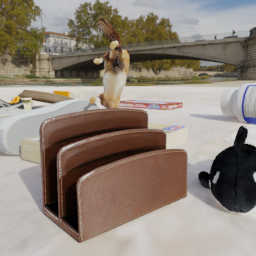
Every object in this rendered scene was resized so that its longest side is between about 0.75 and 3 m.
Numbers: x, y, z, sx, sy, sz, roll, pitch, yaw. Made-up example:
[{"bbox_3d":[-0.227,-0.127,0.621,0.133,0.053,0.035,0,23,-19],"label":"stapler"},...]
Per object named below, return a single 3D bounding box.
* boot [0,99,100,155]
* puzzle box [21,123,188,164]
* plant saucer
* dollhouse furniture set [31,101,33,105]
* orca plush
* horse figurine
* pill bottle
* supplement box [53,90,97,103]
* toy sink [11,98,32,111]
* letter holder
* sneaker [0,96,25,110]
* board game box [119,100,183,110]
[{"bbox_3d":[-1.832,-0.177,5.979,1.261,0.970,2.639,13,16,33],"label":"boot"},{"bbox_3d":[-0.249,0.250,5.352,1.904,0.364,2.863,7,12,31],"label":"puzzle box"},{"bbox_3d":[-3.536,-1.320,12.550,2.616,0.385,2.616,9,1,0],"label":"plant saucer"},{"bbox_3d":[-5.306,-1.492,14.243,0.768,0.688,0.970,1,10,3],"label":"dollhouse furniture set"},{"bbox_3d":[1.648,0.351,3.645,2.140,0.761,1.126,-10,14,-43],"label":"orca plush"},{"bbox_3d":[-0.401,-1.112,6.392,0.623,2.497,1.655,10,13,10],"label":"horse figurine"},{"bbox_3d":[4.046,-0.743,8.548,2.183,1.223,1.223,9,14,44],"label":"pill bottle"},{"bbox_3d":[-2.801,-1.673,15.048,1.283,0.748,2.035,9,13,37],"label":"supplement box"},{"bbox_3d":[-4.249,-0.895,11.188,0.690,0.593,1.058,-5,6,-27],"label":"toy sink"},{"bbox_3d":[-0.086,0.334,2.968,1.460,1.038,0.734,-8,13,-41],"label":"letter holder"},{"bbox_3d":[-4.207,-0.557,8.814,0.774,0.764,1.977,12,17,42],"label":"sneaker"},{"bbox_3d":[0.969,-1.134,13.433,2.907,0.283,1.496,7,13,34],"label":"board game box"}]
